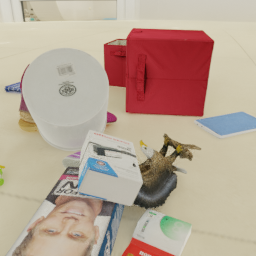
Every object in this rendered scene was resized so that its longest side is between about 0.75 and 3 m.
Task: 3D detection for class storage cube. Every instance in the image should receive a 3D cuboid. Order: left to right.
[{"bbox_3d":[0.062,-2.850,12.254,1.711,1.799,2.001,8,26,17],"label":"storage cube"},{"bbox_3d":[1.334,-2.067,9.792,2.623,2.494,2.918,4,26,6],"label":"storage cube"}]

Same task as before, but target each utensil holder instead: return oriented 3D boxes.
[{"bbox_3d":[-1.312,-0.525,6.321,1.789,1.789,2.105,-5,-14,-9],"label":"utensil holder"}]

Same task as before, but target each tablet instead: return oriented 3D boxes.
[{"bbox_3d":[3.146,-0.117,8.452,1.968,0.134,1.281,-10,27,-21],"label":"tablet"}]

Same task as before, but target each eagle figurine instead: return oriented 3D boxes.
[{"bbox_3d":[0.448,0.797,5.542,1.233,1.239,1.634,44,74,8],"label":"eagle figurine"}]

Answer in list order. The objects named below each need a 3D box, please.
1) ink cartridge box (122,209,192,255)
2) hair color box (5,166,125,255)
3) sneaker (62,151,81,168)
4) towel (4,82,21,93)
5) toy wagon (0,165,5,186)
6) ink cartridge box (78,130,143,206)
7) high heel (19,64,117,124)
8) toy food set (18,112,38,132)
[{"bbox_3d":[0.454,1.766,4.396,0.816,0.254,1.014,13,27,26],"label":"ink cartridge box"},{"bbox_3d":[-0.796,1.539,4.312,1.166,0.706,2.332,4,26,9],"label":"hair color box"},{"bbox_3d":[-0.906,0.754,6.357,1.063,0.385,0.606,15,26,29],"label":"sneaker"},{"bbox_3d":[-3.827,-1.652,11.640,2.086,0.249,1.510,11,25,18],"label":"towel"},{"bbox_3d":[-2.955,1.094,5.857,0.733,0.187,0.945,11,27,20],"label":"toy wagon"},{"bbox_3d":[-0.320,0.611,4.636,0.876,0.510,1.211,18,23,-16],"label":"ink cartridge box"},{"bbox_3d":[-1.612,-0.904,8.072,2.865,1.377,0.966,9,1,-20],"label":"high heel"},{"bbox_3d":[-2.470,-0.463,8.817,1.798,0.442,1.816,-6,26,-13],"label":"toy food set"}]
